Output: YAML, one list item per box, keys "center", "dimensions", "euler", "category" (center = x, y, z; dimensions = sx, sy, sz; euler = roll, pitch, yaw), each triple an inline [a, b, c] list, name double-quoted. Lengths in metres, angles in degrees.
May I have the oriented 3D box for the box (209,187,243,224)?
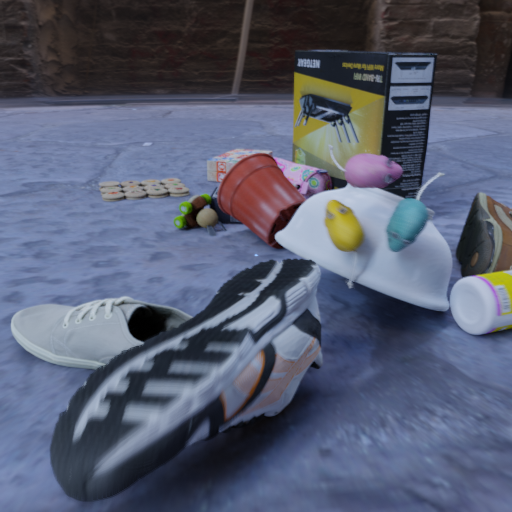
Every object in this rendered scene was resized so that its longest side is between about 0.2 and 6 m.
- center: [-0.465, -1.116, 12.235]
  dimensions: [0.993, 0.617, 1.001]
  euler: [2, 20, 5]
  category: "box"

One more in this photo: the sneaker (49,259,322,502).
- center: [-0.269, 1.148, 4.997]
  dimensions: [1.199, 1.301, 3.252]
  euler: [1, 22, 39]
  category: "sneaker"

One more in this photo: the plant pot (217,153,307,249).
- center: [0.243, -0.956, 10.541]
  dimensions: [1.443, 1.443, 1.404]
  euler: [-15, 48, -35]
  category: "plant pot"

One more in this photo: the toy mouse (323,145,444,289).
- center: [1.461, -0.635, 6.396]
  dimensions: [1.480, 1.666, 0.322]
  euler: [-21, 0, 10]
  category: "toy mouse"

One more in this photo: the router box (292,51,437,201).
- center: [2.183, -2.875, 12.885]
  dimensions: [1.155, 3.477, 4.422]
  euler: [-7, 21, -18]
  category: "router box"

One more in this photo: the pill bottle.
- center: [3.387, 0.572, 7.453]
  dimensions: [1.456, 0.759, 0.759]
  euler: [-7, 21, -21]
  category: "pill bottle"

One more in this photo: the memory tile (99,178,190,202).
- center: [-2.934, -1.752, 14.605]
  dimensions: [2.206, 0.185, 1.691]
  euler: [-7, 21, -16]
  category: "memory tile"

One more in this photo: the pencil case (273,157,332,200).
- center: [0.654, -1.748, 13.315]
  dimensions: [1.084, 1.084, 2.480]
  euler: [-15, 26, -36]
  category: "pencil case"

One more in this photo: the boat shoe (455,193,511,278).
- center: [4.032, -0.195, 9.253]
  dimensions: [1.136, 1.164, 3.077]
  euler: [17, 25, 12]
  category: "boat shoe"

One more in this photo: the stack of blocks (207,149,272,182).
- center: [-0.435, -2.638, 16.377]
  dimensions: [1.204, 0.612, 2.091]
  euler: [8, 22, 21]
  category: "stack of blocks"

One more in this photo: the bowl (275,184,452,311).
- center: [1.674, -0.307, 7.902]
  dimensions: [2.638, 1.186, 2.638]
  euler: [20, 9, -3]
  category: "bowl"

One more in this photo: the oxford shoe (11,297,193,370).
- center: [-1.740, 0.855, 6.603]
  dimensions: [2.912, 0.841, 1.095]
  euler: [9, 25, 29]
  category: "oxford shoe"

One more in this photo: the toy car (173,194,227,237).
- center: [-1.059, -0.721, 11.462]
  dimensions: [0.937, 0.740, 0.770]
  euler: [40, 38, 16]
  category: "toy car"
